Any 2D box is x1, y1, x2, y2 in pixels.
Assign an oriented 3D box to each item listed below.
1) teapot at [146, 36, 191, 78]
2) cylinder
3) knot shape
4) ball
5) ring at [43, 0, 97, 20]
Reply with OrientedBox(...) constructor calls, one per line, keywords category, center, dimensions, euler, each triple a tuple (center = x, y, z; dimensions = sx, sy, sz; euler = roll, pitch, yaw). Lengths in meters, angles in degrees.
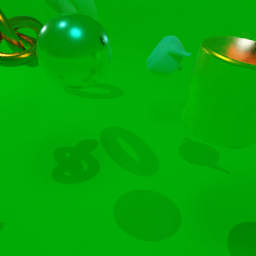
OrientedBox(category="teapot", center=(0.902, -1.523, 6.166), dimensions=(0.743, 0.943, 1.517), euler=(36, -9, -8))
OrientedBox(category="cylinder", center=(1.385, -0.496, 3.747), dimensions=(1.126, 1.126, 1.126), euler=(7, 35, -5))
OrientedBox(category="knot shape", center=(-2.294, -1.891, 5.970), dimensions=(1.695, 0.783, 1.586), euler=(56, 25, 13))
OrientedBox(category="ball", center=(-0.843, -1.204, 4.456), dimensions=(1.185, 1.185, 1.185), euler=(0, 33, 0))
OrientedBox(category="ring", center=(-1.493, -2.969, 5.970), dimensions=(0.417, 2.086, 2.086), euler=(-49, 48, -8))
